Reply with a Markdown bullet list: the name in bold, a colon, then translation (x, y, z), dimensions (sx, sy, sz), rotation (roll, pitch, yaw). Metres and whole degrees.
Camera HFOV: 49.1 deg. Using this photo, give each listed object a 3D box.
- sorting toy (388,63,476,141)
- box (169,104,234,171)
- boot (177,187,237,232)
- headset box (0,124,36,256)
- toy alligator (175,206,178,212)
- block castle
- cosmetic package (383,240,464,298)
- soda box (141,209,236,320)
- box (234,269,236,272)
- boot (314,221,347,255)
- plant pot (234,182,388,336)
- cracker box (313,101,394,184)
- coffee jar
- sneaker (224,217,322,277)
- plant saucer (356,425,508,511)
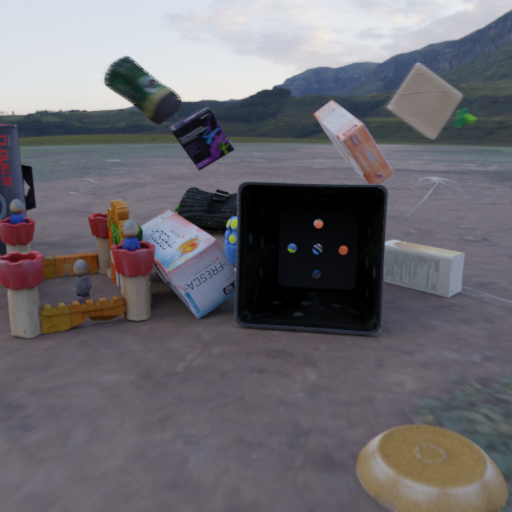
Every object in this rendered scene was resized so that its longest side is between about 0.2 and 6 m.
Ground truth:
- **sorting toy**: translation (3.946, -3.222, 12.385), dimensions (1.840, 1.360, 0.271), rotation (35, -10, -4)
- **box**: translation (-1.514, -3.331, 15.930), dimensions (1.243, 1.739, 0.314), rotation (-30, 51, 5)
- **boot**: translation (-0.647, -1.311, 14.679), dimensions (2.195, 1.105, 2.936), rotation (4, 16, 15)
- **headset box**: translation (-6.259, -1.185, 11.033), dimensions (3.685, 2.742, 1.423), rotation (-11, 19, -39)
- **toy alligator**: translation (-1.274, -1.234, 15.658), dimensions (1.988, 0.589, 0.539), rotation (-7, 57, -28)
- **block castle**: translation (-2.957, -0.049, 9.042), dimensions (2.210, 1.552, 3.308), rotation (-6, 16, -22)
- **cosmetic package**: translation (2.840, 0.198, 9.749), dimensions (0.496, 0.734, 1.395), rotation (-15, 22, -43)
- **soda box**: translation (-1.251, 0.033, 9.398), dimensions (0.894, 0.961, 2.811), rotation (-35, 24, -11)
- **box**: translation (-0.553, 0.404, 9.845), dimensions (0.777, 0.266, 0.319), rotation (-5, 16, -16)
- **boot**: translation (1.517, -0.219, 11.560), dimensions (1.057, 0.740, 1.972), rotation (7, 20, 0)
- **plant pot**: translation (0.868, -0.057, 8.542), dimensions (2.046, 2.051, 1.820), rotation (2, 6, 9)
- **cracker box**: translation (1.671, -1.980, 9.796), dimensions (0.471, 1.094, 1.634), rotation (-37, 29, 8)
- **coffee jar**: translation (-2.250, -3.291, 11.198), dimensions (1.464, 0.625, 0.763), rotation (38, 49, 2)
- **sneaker**: translation (0.344, -0.116, 10.845), dimensions (1.096, 0.938, 2.645), rotation (-2, 16, -45)
- **plant saucer**: translation (1.482, 1.768, 4.767), dimensions (1.238, 0.219, 1.238), rotation (0, 14, 0)
